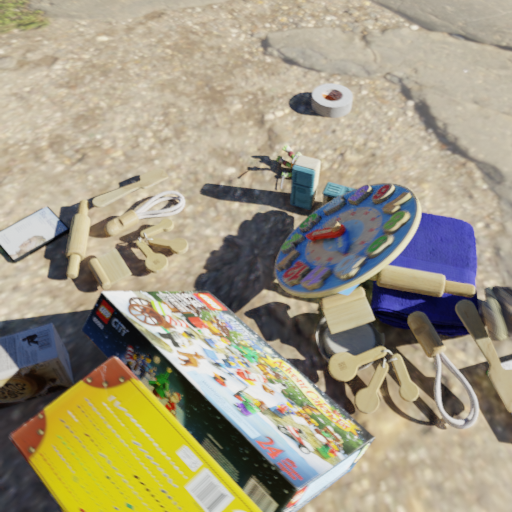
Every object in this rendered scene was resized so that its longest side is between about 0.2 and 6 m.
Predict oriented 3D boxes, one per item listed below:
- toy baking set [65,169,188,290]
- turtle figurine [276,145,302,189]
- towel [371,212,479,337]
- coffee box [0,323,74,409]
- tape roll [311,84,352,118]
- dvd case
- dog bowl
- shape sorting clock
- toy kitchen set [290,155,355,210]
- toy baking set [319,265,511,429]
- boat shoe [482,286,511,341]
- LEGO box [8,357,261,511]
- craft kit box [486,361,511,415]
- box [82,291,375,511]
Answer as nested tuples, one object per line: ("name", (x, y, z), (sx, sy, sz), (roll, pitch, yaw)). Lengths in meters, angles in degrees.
("toy baking set", (-2.757, -0.606, 12.055), (2.515, 0.381, 3.277), (-5, 51, -7))
("turtle figurine", (0.773, -2.179, 13.114), (0.930, 0.669, 0.901), (-22, 50, -22))
("towel", (3.346, 0.300, 11.137), (1.996, 0.670, 2.704), (12, 53, 5))
("coffee box", (-4.203, 1.961, 9.446), (1.895, 1.071, 0.756), (-16, 53, -12))
("tape roll", (2.009, -4.136, 14.912), (1.071, 0.354, 1.071), (0, 50, -1))
("dvd case", (-4.826, -0.471, 12.059), (1.335, 0.117, 0.953), (-36, 59, -26))
("dog bowl", (1.695, 1.545, 10.234), (1.246, 0.365, 1.246), (0, 51, 0))
("shape sorting clock", (1.640, -0.388, 10.654), (3.055, 0.599, 3.055), (-31, 29, 20))
("toy kitchen set", (1.544, -0.969, 11.766), (2.002, 1.179, 1.604), (17, 52, 14))
("toy baking set", (2.841, 1.514, 9.827), (3.577, 0.416, 2.745), (6, 69, 8))
("boat shoe", (4.474, 0.966, 9.730), (0.846, 0.860, 2.308), (-13, 3, 25))
("LEGO box", (-0.905, 3.597, 6.873), (1.534, 2.961, 3.976), (-38, 59, -26))
("craft kit box", (4.966, 2.381, 9.601), (1.432, 0.347, 1.414), (-14, 55, -11))
("box", (-0.381, 1.966, 8.565), (3.989, 0.752, 2.724), (38, 16, 26))
